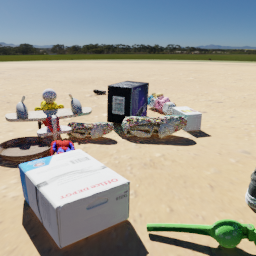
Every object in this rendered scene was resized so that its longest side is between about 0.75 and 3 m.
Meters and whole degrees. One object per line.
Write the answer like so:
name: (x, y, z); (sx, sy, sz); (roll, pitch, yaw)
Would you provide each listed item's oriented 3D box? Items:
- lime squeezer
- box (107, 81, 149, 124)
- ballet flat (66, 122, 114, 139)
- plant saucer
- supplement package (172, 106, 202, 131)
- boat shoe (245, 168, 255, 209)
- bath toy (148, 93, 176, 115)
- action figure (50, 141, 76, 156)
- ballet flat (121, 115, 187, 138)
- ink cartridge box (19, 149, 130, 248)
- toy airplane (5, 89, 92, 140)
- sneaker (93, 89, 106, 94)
lime squeezer: (1.586, 1.800, 4.053); (2.743, 0.517, 0.969); (18, 56, 42)
box: (0.036, -1.065, 11.214); (1.038, 1.473, 1.990); (9, 19, 21)
ballet flat: (-1.291, 0.124, 9.265); (1.645, 0.622, 0.526); (0, 47, 14)
plant saucer: (-2.931, 0.594, 8.027); (1.567, 0.251, 1.567); (-1, 17, 0)
supplement package: (2.167, -0.360, 10.430); (0.656, 0.632, 1.154); (-5, 19, -17)
boat shoe: (3.145, 0.996, 6.021); (0.797, 0.657, 2.321); (12, 21, 34)
bath toy: (1.610, -1.098, 12.762); (0.707, 0.831, 1.912); (16, 12, -31)
action figure: (-1.669, 0.679, 7.325); (0.695, 0.549, 2.125); (0, 12, -19)
ballet flat: (0.871, 0.024, 9.350); (2.216, 0.838, 0.708); (-2, 47, 8)
ink cartridge box: (-1.046, 1.164, 5.247); (1.370, 0.791, 1.889); (-12, 21, -34)
toy airplane: (-2.614, -0.538, 9.415); (2.150, 1.523, 2.159); (7, 16, 23)
sneaker: (-1.730, -2.195, 17.020); (0.801, 0.303, 0.463); (8, 11, -9)
